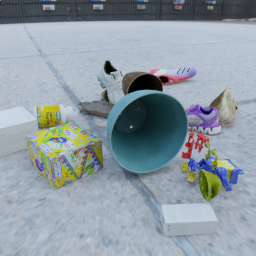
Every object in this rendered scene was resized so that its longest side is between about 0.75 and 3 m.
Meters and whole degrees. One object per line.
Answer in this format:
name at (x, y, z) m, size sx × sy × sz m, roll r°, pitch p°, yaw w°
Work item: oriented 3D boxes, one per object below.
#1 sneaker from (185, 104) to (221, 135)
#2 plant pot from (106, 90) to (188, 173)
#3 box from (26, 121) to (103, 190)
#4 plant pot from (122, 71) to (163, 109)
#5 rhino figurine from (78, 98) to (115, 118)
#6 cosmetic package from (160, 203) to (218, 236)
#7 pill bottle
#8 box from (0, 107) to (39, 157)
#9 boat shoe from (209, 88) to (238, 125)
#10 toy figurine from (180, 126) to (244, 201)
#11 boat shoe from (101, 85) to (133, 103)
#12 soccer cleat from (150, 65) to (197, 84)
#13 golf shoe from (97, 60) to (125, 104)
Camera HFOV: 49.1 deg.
sneaker at (2.323, -0.447, 10.493) m, size 2.309 × 1.021 × 0.929 m, roll 6°, pitch 28°, yaw 15°
plant pot at (0.324, -0.089, 8.011) m, size 2.289 × 2.289 × 1.541 m, roll -10°, pitch 25°, yaw -20°
box at (-1.845, 0.700, 8.175) m, size 1.586 × 1.004 × 1.646 m, roll -20°, pitch 33°, yaw -34°
plant pot at (0.359, -1.642, 11.047) m, size 1.480 × 1.480 × 1.583 m, roll -10°, pitch 29°, yaw -19°
rhino figurine at (-1.302, -0.884, 11.833) m, size 2.051 × 0.613 × 0.897 m, roll 11°, pitch 30°, yaw 25°
cosmetic package at (1.328, 2.017, 6.204) m, size 1.131 × 0.403 × 0.573 m, roll -1°, pitch 26°, yaw -3°
pill bottle at (-2.867, -0.482, 10.797) m, size 1.430 × 0.806 × 0.806 m, roll -5°, pitch 27°, yaw -16°
box at (-3.973, 0.083, 9.443) m, size 1.496 × 0.978 × 1.489 m, roll -18°, pitch 32°, yaw -32°
boat shoe at (4.003, -0.866, 11.635) m, size 0.901 × 0.996 × 2.794 m, roll 41°, pitch 34°, yaw 2°
toy figurine at (2.451, 0.964, 7.324) m, size 1.505 × 1.325 × 2.512 m, roll 12°, pitch 13°, yaw -6°
boat shoe at (-0.048, -1.872, 13.575) m, size 2.630 × 0.943 × 1.002 m, roll -10°, pitch 17°, yaw -19°
soccer cleat at (2.560, -2.862, 15.659) m, size 2.857 × 0.953 × 1.092 m, roll -4°, pitch 47°, yaw -12°
golf shoe at (-0.502, -1.870, 12.308) m, size 1.015 × 1.260 × 2.592 m, roll -29°, pitch 66°, yaw -27°
